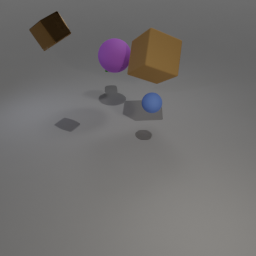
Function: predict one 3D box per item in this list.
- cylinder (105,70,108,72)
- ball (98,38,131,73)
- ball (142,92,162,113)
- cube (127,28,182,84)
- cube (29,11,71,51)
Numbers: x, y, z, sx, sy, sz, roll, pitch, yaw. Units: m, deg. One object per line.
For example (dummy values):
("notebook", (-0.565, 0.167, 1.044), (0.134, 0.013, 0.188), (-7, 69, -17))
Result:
("cylinder", (-0.769, -3.082, 13.690), (0.700, 0.700, 0.700), (1, 10, 0))
("ball", (-0.557, -3.030, 11.762), (1.400, 1.400, 1.400), (0, 32, 0))
("ball", (0.813, -0.857, 9.527), (0.700, 0.700, 0.700), (0, 32, 0))
("cube", (0.973, -2.607, 10.403), (1.400, 1.400, 1.400), (13, -10, -26))
("cube", (-2.193, -2.731, 7.921), (0.700, 0.700, 0.700), (-9, 32, 46))
